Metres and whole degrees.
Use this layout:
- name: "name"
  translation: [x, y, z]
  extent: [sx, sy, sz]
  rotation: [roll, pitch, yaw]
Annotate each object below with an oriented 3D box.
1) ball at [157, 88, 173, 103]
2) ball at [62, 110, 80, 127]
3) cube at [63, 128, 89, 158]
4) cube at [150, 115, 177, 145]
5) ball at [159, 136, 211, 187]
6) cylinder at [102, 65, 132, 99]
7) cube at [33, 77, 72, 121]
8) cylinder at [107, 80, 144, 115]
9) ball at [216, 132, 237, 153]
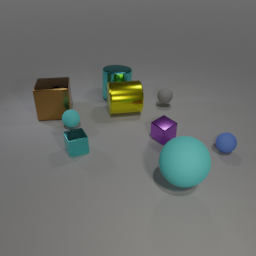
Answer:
- name: "ball"
  translation: [1.681, -1.465, 12.689]
  extent: [0.700, 0.700, 0.700]
  rotation: [0, 31, 0]
- name: "ball"
  translation: [-2.257, -0.380, 11.100]
  extent: [0.700, 0.700, 0.700]
  rotation: [0, 31, 0]
- name: "cube"
  translation: [-1.808, 0.512, 9.794]
  extent: [0.700, 0.700, 0.700]
  rotation: [-14, 34, -22]
- name: "cube"
  translation: [1.324, 0.071, 10.400]
  extent: [0.700, 0.700, 0.700]
  rotation: [-29, 46, -30]
- name: "ball"
  translation: [1.553, 0.918, 7.691]
  extent: [1.400, 1.400, 1.400]
  rotation: [0, 31, 0]
- name: "cylinder"
  translation: [-0.528, -2.174, 13.476]
  extent: [1.400, 1.400, 1.400]
  rotation: [2, 28, -1]
- name: "cube"
  translation: [-3.186, -1.277, 12.063]
  extent: [1.400, 1.400, 1.400]
  rotation: [-4, 31, -7]
- name: "cylinder"
  translation: [-0.149, -1.326, 12.142]
  extent: [1.400, 1.400, 1.400]
  rotation: [-5, 31, -10]
- name: "ball"
  translation: [3.389, 0.505, 9.657]
  extent: [0.700, 0.700, 0.700]
  rotation: [0, 31, 0]
